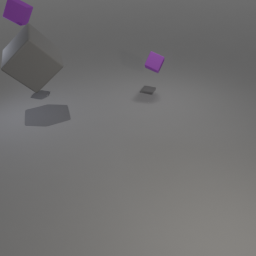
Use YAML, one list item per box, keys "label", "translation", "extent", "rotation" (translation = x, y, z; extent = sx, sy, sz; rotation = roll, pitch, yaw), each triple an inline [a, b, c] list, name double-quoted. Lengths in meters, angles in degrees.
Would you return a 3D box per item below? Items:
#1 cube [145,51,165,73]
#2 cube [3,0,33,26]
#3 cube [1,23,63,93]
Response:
- label: "cube"
  translation: [1.243, -3.057, 13.078]
  extent: [0.700, 0.700, 0.700]
  rotation: [25, 5, 5]
- label: "cube"
  translation: [-3.974, -4.210, 10.137]
  extent: [0.700, 0.700, 0.700]
  rotation: [25, 22, -9]
- label: "cube"
  translation: [-3.237, -2.358, 9.495]
  extent: [1.400, 1.400, 1.400]
  rotation: [-40, 42, 15]
